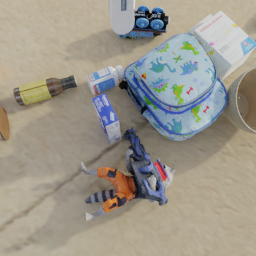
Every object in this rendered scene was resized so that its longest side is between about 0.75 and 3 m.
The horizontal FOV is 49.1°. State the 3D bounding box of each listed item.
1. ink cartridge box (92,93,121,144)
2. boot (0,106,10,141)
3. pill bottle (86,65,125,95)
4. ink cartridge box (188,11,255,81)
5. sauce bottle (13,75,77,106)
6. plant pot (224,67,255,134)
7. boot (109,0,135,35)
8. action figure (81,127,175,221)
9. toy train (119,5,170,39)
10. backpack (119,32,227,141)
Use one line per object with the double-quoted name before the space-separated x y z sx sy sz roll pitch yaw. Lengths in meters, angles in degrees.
"ink cartridge box" -0.607 -0.214 8.567 0.442 1.999 0.940 -25 75 -6
"boot" -5.085 -0.420 9.334 1.773 0.852 2.425 -21 73 0
"pill bottle" -0.755 -1.703 9.712 1.264 0.709 0.709 -23 74 -7
"ink cartridge box" 3.131 -2.902 9.787 1.276 1.243 1.985 -38 77 -11
"sauce bottle" -2.794 -1.330 9.615 2.085 0.675 0.675 -15 74 -5
"plant pot" 3.876 -0.773 8.939 2.067 1.388 2.067 1 86 -17
"boot" -0.191 -3.679 7.098 0.869 2.388 1.079 -5 56 -13
"action figure" 0.010 1.463 8.672 2.836 1.533 2.931 -6 44 -8
"toy train" 0.519 -3.778 10.131 1.932 1.104 0.838 4 70 2
"backpack" 1.550 -1.202 8.798 2.705 2.172 2.956 -33 80 -6
